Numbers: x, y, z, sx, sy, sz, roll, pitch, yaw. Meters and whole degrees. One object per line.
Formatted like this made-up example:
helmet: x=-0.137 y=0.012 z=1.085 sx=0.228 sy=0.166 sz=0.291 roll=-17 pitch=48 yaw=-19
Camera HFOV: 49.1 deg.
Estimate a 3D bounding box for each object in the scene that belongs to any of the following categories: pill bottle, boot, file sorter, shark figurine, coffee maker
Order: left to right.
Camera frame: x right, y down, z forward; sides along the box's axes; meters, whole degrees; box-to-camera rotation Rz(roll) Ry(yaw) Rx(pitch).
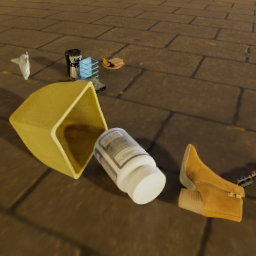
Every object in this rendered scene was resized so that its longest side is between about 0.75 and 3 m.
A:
shark figurine: x=-3.486 y=-2.171 z=9.064 sx=0.565 sy=0.809 sz=1.355 roll=-6 pitch=33 yaw=-18
coffee maker: x=-2.993 y=-3.523 z=15.233 sx=1.359 sy=1.415 sz=0.953 roll=27 pitch=43 yaw=31
boot: x=-2.035 y=-2.006 z=13.935 sx=1.788 sy=0.605 sz=1.168 roll=-28 pitch=50 yaw=-30
file sorter: x=-2.028 y=-3.008 z=14.795 sx=0.705 sy=1.150 sz=0.798 roll=29 pitch=45 yaw=27
pill bottle: x=0.011 y=1.164 z=8.943 sx=1.384 sy=1.384 sz=2.432 roll=-20 pitch=41 yaw=-24
boot: x=2.619 y=1.671 z=8.819 sx=1.886 sy=0.927 sz=2.635 roll=11 pitch=42 yaw=5

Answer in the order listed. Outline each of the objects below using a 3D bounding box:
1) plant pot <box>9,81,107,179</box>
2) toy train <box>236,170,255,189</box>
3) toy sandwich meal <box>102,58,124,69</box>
plant pot: x=-2.520 y=-0.117 z=9.653 sx=2.453 sy=2.398 sz=2.382 roll=11 pitch=50 yaw=23
toy train: x=4.268 y=1.583 z=9.299 sx=1.777 sy=0.303 sz=0.407 roll=-16 pitch=36 yaw=-21
toy sandwich meal: x=-0.886 y=-3.897 z=16.530 sx=1.365 sy=0.468 sz=1.365 roll=0 pitch=37 yaw=0
